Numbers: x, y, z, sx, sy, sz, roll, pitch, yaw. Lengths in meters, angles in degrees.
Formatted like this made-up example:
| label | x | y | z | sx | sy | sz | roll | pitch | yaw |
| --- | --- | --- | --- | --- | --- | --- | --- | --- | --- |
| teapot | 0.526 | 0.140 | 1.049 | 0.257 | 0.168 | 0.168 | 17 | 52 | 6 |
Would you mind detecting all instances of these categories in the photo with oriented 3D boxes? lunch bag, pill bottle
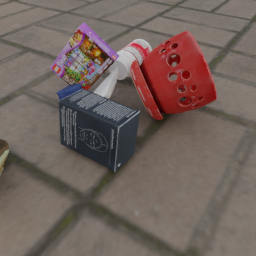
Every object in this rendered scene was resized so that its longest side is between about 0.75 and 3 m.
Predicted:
| label | x | y | z | sx | sy | sz | roll | pitch | yaw |
| --- | --- | --- | --- | --- | --- | --- | --- | --- | --- |
| lunch bag | -1.941 | -1.093 | 9.575 | 0.615 | 0.599 | 0.905 | 1 | 30 | 40 |
| pill bottle | 0.092 | -2.595 | 10.687 | 1.043 | 1.043 | 1.858 | 21 | 44 | 23 |

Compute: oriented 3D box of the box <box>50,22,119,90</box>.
| label | x | y | z | sx | sy | sz | roll | pitch | yaw |
| --- | --- | --- | --- | --- | --- | --- | --- | --- | --- |
| box | -1.508 | -2.203 | 9.389 | 1.494 | 2.184 | 0.427 | 41 | 45 | -13 |

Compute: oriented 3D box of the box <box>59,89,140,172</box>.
| label | x | y | z | sx | sy | sz | roll | pitch | yaw |
| --- | --- | --- | --- | --- | --- | --- | --- | --- | --- |
| box | -0.801 | 0.011 | 7.553 | 1.928 | 1.431 | 1.032 | 24 | 37 | 23 |

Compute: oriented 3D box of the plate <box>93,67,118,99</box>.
| label | x | y | z | sx | sy | sz | roll | pitch | yaw |
| --- | --- | --- | --- | --- | --- | --- | --- | --- | --- |
| plate | -0.937 | -0.956 | 8.984 | 0.279 | 1.721 | 1.724 | 38 | 38 | -18 |

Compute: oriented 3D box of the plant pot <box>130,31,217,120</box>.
| label | x | y | z | sx | sy | sz | roll | pitch | yaw |
| --- | --- | --- | --- | --- | --- | --- | --- | --- | --- |
| plant pot | 1.319 | -1.468 | 8.575 | 2.082 | 2.286 | 2.286 | -24 | 40 | 8 |

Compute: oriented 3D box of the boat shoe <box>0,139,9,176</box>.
| label | x | y | z | sx | sy | sz | roll | pitch | yaw |
| --- | --- | --- | --- | --- | --- | --- | --- | --- | --- |
| boat shoe | -3.463 | 1.069 | 6.602 | 1.042 | 1.107 | 2.907 | 0 | 15 | -13 |
